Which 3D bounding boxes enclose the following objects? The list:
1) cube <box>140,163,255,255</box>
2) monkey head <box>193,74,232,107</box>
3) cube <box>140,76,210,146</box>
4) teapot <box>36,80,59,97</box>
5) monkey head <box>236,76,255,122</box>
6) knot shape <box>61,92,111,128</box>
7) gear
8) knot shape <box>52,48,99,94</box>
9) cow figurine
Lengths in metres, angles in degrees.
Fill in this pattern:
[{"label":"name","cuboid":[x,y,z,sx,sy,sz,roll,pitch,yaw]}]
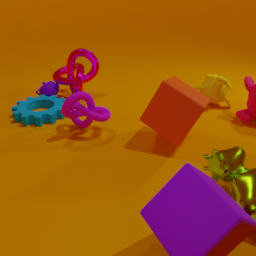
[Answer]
[{"label":"cube","cuboid":[1.021,1.307,4.041,1.023,1.023,1.023,32,13,-50]},{"label":"monkey head","cuboid":[2.823,-1.244,9.029,1.487,0.896,1.070,26,10,5]},{"label":"cube","cuboid":[1.209,-0.468,7.079,1.168,1.168,1.168,35,25,10]},{"label":"teapot","cuboid":[-2.729,-1.353,9.646,1.135,0.556,0.706,-16,31,27]},{"label":"monkey head","cuboid":[3.833,-0.737,8.128,1.292,1.082,1.796,-16,43,-20]},{"label":"knot shape","cuboid":[-1.093,-0.438,7.551,1.267,1.354,0.626,10,70,-4]},{"label":"gear","cuboid":[-2.714,-0.577,8.719,1.650,0.305,1.650,0,29,0]},{"label":"knot shape","cuboid":[-1.705,-1.930,9.562,1.715,1.605,0.793,50,16,32]},{"label":"cow figurine","cuboid":[2.153,1.092,5.220,1.648,0.919,1.675,8,42,22]}]
